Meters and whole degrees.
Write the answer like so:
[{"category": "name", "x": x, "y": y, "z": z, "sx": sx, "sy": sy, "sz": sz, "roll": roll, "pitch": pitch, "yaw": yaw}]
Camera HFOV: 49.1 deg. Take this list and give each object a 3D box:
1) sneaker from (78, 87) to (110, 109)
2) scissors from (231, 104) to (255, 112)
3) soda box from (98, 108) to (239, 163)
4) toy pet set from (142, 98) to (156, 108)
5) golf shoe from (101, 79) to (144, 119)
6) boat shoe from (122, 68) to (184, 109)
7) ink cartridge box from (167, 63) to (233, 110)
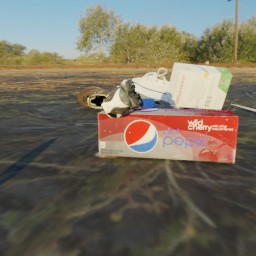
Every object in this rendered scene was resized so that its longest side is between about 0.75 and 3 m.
[{"category": "sneaker", "x": -1.275, "y": -1.133, "z": 10.480, "sx": 2.351, "sy": 0.828, "sz": 0.888, "roll": 8, "pitch": 11, "yaw": 41}, {"category": "scissors", "x": 3.297, "y": -0.272, "z": 6.317, "sx": 1.843, "sy": 0.128, "sz": 0.674, "roll": 12, "pitch": 31, "yaw": 7}, {"category": "soda box", "x": 0.757, "y": 0.086, "z": 5.619, "sx": 2.620, "sy": 0.917, "sz": 0.831, "roll": 2, "pitch": 12, "yaw": 10}, {"category": "toy pet set", "x": 0.894, "y": -0.337, "z": 7.136, "sx": 1.588, "sy": 0.903, "sz": 1.701, "roll": 1, "pitch": 17, "yaw": 16}, {"category": "golf shoe", "x": -0.120, "y": -0.519, "z": 5.142, "sx": 0.717, "sy": 0.590, "sz": 1.518, "roll": -28, "pitch": -2, "yaw": 7}, {"category": "boat shoe", "x": 1.003, "y": -1.518, "z": 9.923, "sx": 2.907, "sy": 1.239, "sz": 1.074, "roll": 25, "pitch": -13, "yaw": 47}, {"category": "ink cartridge box", "x": 2.043, "y": -1.211, "z": 8.223, "sx": 1.579, "sy": 1.148, "sz": 0.691, "roll": 3, "pitch": 32, "yaw": -8}]
